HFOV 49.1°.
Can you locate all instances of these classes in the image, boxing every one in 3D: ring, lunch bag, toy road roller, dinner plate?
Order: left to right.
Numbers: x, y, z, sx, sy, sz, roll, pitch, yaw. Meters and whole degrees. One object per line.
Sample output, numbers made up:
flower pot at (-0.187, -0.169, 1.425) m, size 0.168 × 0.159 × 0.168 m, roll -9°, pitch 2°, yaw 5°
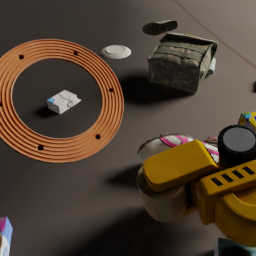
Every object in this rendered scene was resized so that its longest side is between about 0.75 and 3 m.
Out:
ring at (-1.514, -0.636, 6.106) m, size 2.914 × 0.280 × 2.914 m, roll 7°, pitch 68°, yaw -18°
dinner plate at (-0.613, -3.919, 14.237) m, size 1.534 × 0.186 × 1.534 m, roll 0°, pitch 41°, yaw 0°
lunch bag at (2.360, -3.035, 11.715) m, size 2.195 × 1.574 × 2.677 m, roll 18°, pitch 57°, yaw 21°
toy road roller at (1.861, 1.488, 5.977) m, size 2.983 × 1.833 × 2.178 m, roll -19°, pitch 47°, yaw -1°

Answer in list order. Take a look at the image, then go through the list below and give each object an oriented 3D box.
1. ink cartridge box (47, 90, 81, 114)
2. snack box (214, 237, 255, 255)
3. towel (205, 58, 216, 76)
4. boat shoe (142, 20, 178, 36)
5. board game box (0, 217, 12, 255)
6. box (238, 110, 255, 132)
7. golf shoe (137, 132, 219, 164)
ink cartridge box at (-2.390, -1.041, 10.563) m, size 0.656 × 0.378 × 1.133 m, roll 25°, pitch 46°, yaw 27°
snack box at (3.021, 3.166, 5.362) m, size 2.617 × 0.485 × 1.520 m, roll 9°, pitch 40°, yaw 10°
towel at (3.135, -2.969, 12.881) m, size 1.679 × 0.404 × 1.437 m, roll 11°, pitch 42°, yaw 13°
boat shoe at (1.079, -3.358, 9.408) m, size 1.182 × 0.442 × 0.404 m, roll -4°, pitch 19°, yaw 8°
board game box at (-3.815, 3.213, 5.196) m, size 2.820 × 0.612 × 2.806 m, roll -8°, pitch 41°, yaw -9°
box at (4.410, 0.159, 8.714) m, size 1.389 × 0.879 × 1.442 m, roll -12°, pitch 41°, yaw -16°
golf shoe at (1.724, 0.873, 7.701) m, size 2.920 × 1.060 × 1.345 m, roll 1°, pitch 41°, yaw 0°
